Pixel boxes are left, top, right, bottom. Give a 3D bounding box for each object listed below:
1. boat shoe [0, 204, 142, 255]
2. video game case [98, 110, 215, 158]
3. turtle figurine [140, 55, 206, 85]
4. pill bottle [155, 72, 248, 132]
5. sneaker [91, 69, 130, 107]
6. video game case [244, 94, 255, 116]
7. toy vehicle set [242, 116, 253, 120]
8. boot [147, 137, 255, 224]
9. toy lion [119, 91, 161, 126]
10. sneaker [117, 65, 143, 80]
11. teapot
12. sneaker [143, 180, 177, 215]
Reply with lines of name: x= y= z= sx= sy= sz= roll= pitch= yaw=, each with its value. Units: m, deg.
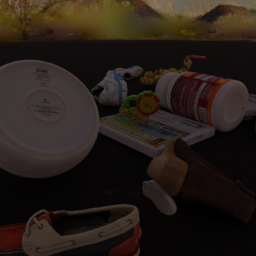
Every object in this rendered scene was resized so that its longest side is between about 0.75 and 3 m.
boat shoe: x=-0.884 y=1.337 z=3.533 sx=2.118 sy=0.663 sz=0.754 roll=-2 pitch=23 yaw=-1
video game case: x=0.621 y=0.001 z=7.488 sx=2.276 sy=0.286 sz=2.501 roll=-16 pitch=27 yaw=-39
turtle figurine: x=1.755 y=-2.290 z=12.164 sx=2.960 sy=0.953 sz=2.387 roll=-26 pitch=12 yaw=-9
pill bottle: x=2.054 y=-0.902 z=8.302 sx=1.406 sy=1.406 sz=2.566 roll=-14 pitch=25 yaw=-32
sneaker: x=-0.799 y=-1.534 z=10.561 sx=1.253 sy=1.084 sz=2.891 roll=-9 pitch=22 yaw=-8
video game case: x=3.966 y=-0.799 z=9.211 sx=2.528 sy=0.228 sz=1.810 roll=-4 pitch=22 yaw=-29
toy vehicle set: x=3.218 y=-0.590 z=9.177 sx=0.959 sy=0.205 sz=1.544 roll=-4 pitch=21 yaw=-10
boot: x=1.339 y=0.876 z=5.017 sx=1.689 sy=0.735 sz=2.031 roll=24 pitch=17 yaw=15
toy lion: x=0.338 y=-0.565 z=7.114 sx=0.911 sy=0.873 sz=0.313 roll=20 pitch=19 yaw=-15
sneaker: x=0.167 y=-2.770 z=14.502 sx=1.736 sy=0.651 sz=0.752 roll=-18 pitch=40 yaw=-33
teapot: x=-1.880 y=-0.001 z=5.472 sx=2.411 sy=1.761 sz=2.379 roll=41 pitch=48 yaw=-8
sneaker: x=0.580 y=1.108 z=4.639 sx=0.351 sy=0.334 sz=0.873 roll=1 pitch=20 yaw=-27
